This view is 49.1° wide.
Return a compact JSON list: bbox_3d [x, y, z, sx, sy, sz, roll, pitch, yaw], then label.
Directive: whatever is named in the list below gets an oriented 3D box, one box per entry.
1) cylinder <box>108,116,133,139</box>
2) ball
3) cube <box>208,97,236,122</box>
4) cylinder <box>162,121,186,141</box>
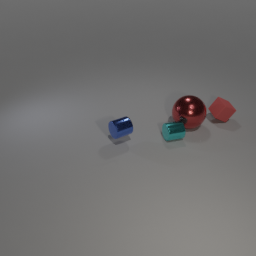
[{"bbox_3d":[-0.273,-0.014,10.523,0.700,0.700,0.700,-19,36,-28],"label":"cylinder"},{"bbox_3d":[2.518,-0.654,11.559,1.400,1.400,1.400,0,31,0],"label":"ball"},{"bbox_3d":[4.042,-0.793,12.041,0.700,0.700,0.700,17,34,-30],"label":"cube"},{"bbox_3d":[1.776,0.111,10.924,0.700,0.700,0.700,-8,32,-14],"label":"cylinder"}]
